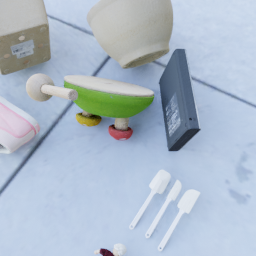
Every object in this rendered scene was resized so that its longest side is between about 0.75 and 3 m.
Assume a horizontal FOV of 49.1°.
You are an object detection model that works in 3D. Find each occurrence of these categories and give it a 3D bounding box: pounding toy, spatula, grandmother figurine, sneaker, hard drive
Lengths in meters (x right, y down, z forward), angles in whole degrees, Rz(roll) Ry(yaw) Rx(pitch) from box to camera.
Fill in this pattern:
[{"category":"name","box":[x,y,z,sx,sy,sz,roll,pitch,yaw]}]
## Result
[{"category":"pounding toy","box":[-0.800,-0.446,6.943,2.945,1.367,2.274,-4,21,-42]},{"category":"spatula","box":[0.780,1.855,6.401,1.091,0.126,1.570,31,82,16]},{"category":"grandmother figurine","box":[-0.484,2.795,5.825,1.056,0.320,0.640,-37,64,-9]},{"category":"sneaker","box":[-3.496,-0.171,7.129,2.303,0.867,1.204,29,61,14]},{"category":"hard drive","box":[1.210,-0.661,6.962,0.349,1.482,2.124,0,67,-11]}]

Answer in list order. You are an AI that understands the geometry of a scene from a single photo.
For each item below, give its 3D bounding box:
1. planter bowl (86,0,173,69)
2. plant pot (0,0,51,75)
[{"category":"planter bowl","box":[0.248,-2.648,7.834,2.411,2.411,1.623,-20,91,-10]},{"category":"plant pot","box":[-3.273,-2.819,7.752,2.222,2.224,1.969,-26,73,-23]}]
